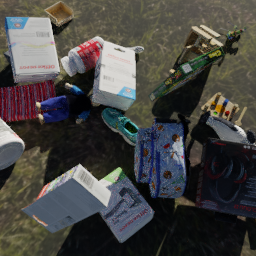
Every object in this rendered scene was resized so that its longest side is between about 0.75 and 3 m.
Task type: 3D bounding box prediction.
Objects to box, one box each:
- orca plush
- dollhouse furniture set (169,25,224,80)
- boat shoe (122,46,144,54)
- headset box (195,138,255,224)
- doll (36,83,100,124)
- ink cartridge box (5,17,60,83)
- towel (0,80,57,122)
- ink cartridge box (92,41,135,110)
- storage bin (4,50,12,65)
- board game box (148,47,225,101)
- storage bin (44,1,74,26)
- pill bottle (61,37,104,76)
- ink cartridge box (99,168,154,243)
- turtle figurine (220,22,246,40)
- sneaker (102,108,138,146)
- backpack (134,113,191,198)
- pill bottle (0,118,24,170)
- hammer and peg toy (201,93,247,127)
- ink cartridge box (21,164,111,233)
[{"bbox_3d":[3.852,0.423,10.572,2.632,0.935,1.384,32,106,18],"label":"orca plush"},{"bbox_3d":[2.764,-3.407,12.033,1.576,2.080,2.373,41,41,20],"label":"dollhouse furniture set"},{"bbox_3d":[0.231,-3.555,13.046,1.023,0.368,0.336,-2,65,-1],"label":"boat shoe"},{"bbox_3d":[3.330,1.769,9.211,1.896,0.957,2.552,10,78,7],"label":"headset box"},{"bbox_3d":[-2.320,-0.956,11.291,2.561,0.621,1.747,-12,79,-10],"label":"doll"},{"bbox_3d":[-4.005,-3.220,11.703,1.780,1.043,2.463,-9,81,-26],"label":"ink cartridge box"},{"bbox_3d":[-4.273,-1.134,11.657,2.489,0.280,1.800,-9,61,-6],"label":"towel"},{"bbox_3d":[-0.544,-2.185,11.642,1.536,0.885,2.653,14,57,-19],"label":"ink cartridge box"},{"bbox_3d":[-4.836,-3.327,12.610,0.952,1.031,1.417,29,63,28],"label":"storage bin"},{"bbox_3d":[1.650,-1.549,8.612,1.414,2.699,0.317,-25,87,-16],"label":"board game box"},{"bbox_3d":[-3.485,-5.818,14.304,1.049,0.491,1.041,-40,67,-21],"label":"storage bin"},{"bbox_3d":[-1.881,-3.114,12.340,1.967,1.104,1.104,-35,65,-19],"label":"pill bottle"},{"bbox_3d":[-0.253,2.502,9.186,1.383,0.799,1.901,-33,65,-18],"label":"ink cartridge box"},{"bbox_3d":[5.167,-4.796,13.588,0.940,0.698,0.970,-12,63,-11],"label":"turtle figurine"},{"bbox_3d":[-0.176,-0.195,10.788,2.028,0.808,0.786,37,66,21],"label":"sneaker"},{"bbox_3d":[1.153,1.084,9.204,1.954,2.537,2.416,-8,65,2],"label":"backpack"},{"bbox_3d":[-5.077,0.229,10.177,2.486,1.416,1.416,40,67,20],"label":"pill bottle"},{"bbox_3d":[3.888,-0.621,11.185,1.620,0.571,1.192,40,65,21],"label":"hammer and peg toy"},{"bbox_3d":[-1.310,1.527,5.836,0.947,1.738,0.438,47,30,-19],"label":"ink cartridge box"}]
